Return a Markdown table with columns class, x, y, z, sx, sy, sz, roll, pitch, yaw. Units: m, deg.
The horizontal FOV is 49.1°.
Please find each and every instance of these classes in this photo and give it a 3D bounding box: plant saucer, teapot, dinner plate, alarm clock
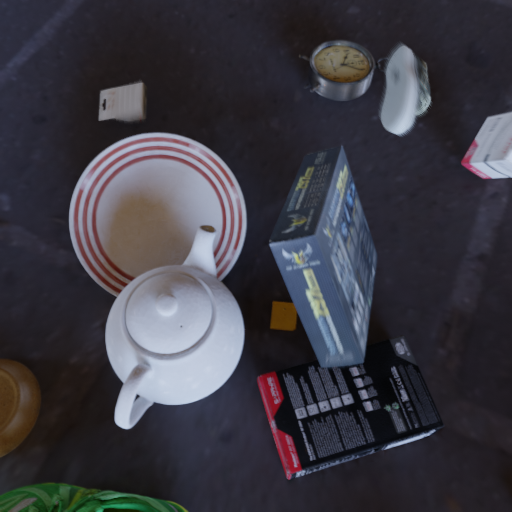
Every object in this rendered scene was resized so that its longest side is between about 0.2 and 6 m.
| class | x | y | z | sx | sy | sz | roll | pitch | yaw |
| --- | --- | --- | --- | --- | --- | --- | --- | --- | --- |
| plant saucer | -3.737 | 2.071 | 7.705 | 1.447 | 0.256 | 1.447 | 0 | 61 | 0 |
| teapot | -1.144 | 0.971 | 7.552 | 2.068 | 1.530 | 2.095 | -21 | 67 | -11 |
| dinner plate | -1.505 | -0.562 | 8.744 | 2.700 | 0.327 | 2.700 | 0 | 85 | -4 |
| alarm clock | 1.787 | -3.535 | 10.703 | 1.794 | 0.597 | 1.210 | -9 | 60 | -3 |

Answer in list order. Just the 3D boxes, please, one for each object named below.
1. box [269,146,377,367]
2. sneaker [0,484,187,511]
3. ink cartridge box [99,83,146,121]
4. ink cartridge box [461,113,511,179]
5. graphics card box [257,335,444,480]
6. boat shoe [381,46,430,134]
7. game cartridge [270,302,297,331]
| class | x | y | z | sx | sy | sz | roll | pitch | yaw |
| --- | --- | --- | --- | --- | --- | --- | --- | --- | --- |
| box | 0.985 | -0.076 | 7.292 | 0.616 | 1.903 | 2.414 | -11 | 31 | 22 |
| sneaker | -2.101 | 3.156 | 6.579 | 2.713 | 1.134 | 1.005 | -1 | 61 | 0 |
| ink cartridge box | -2.420 | -2.754 | 10.197 | 0.845 | 0.212 | 0.685 | -8 | 68 | 13 |
| ink cartridge box | 4.052 | -1.779 | 8.994 | 0.549 | 1.303 | 0.943 | 30 | 91 | -11 |
| graphics card box | 1.232 | 2.011 | 7.568 | 2.161 | 0.550 | 1.356 | -15 | 61 | -7 |
| boat shoe | 2.266 | -2.398 | 8.195 | 0.579 | 0.643 | 1.817 | 25 | 53 | -14 |
| game cartridge | 0.421 | 0.913 | 8.478 | 0.385 | 0.071 | 0.436 | 6 | 63 | 3 |
